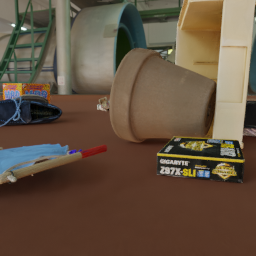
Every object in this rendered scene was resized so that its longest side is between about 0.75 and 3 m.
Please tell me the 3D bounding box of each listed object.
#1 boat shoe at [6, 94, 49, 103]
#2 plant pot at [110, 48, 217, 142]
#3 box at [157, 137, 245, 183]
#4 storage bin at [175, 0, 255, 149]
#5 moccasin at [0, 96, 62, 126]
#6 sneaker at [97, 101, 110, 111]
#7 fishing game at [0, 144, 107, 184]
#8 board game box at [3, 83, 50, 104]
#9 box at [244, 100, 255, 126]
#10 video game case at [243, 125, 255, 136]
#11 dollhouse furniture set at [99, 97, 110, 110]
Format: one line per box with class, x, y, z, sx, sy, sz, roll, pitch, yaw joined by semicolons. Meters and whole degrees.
boat shoe;-3.842;-0.536;9.226;2.431;0.906;0.891;-10;19;-9
plant pot;0.811;-0.532;5.512;1.662;1.906;1.906;13;13;25
box;1.083;0.404;4.101;1.073;0.332;1.344;4;9;18
storage bin;1.694;-1.096;6.088;1.287;2.747;2.727;3;9;7
moccasin;-3.138;-0.577;8.595;2.287;0.920;0.780;-8;-1;-37
sneaker;-1.080;-1.145;14.103;0.570;0.526;1.426;1;8;20
fishing game;-1.664;0.482;3.451;2.636;0.410;1.888;-3;5;34
board game box;-4.046;-1.125;11.222;1.288;1.288;1.287;6;9;36
box;3.335;-0.417;8.181;1.375;0.768;1.948;-3;8;-6
video game case;2.816;0.071;6.338;0.616;0.082;0.863;24;-11;-37
dollhouse furniture set;-0.313;-0.658;11.476;1.376;0.951;1.457;-21;41;1
